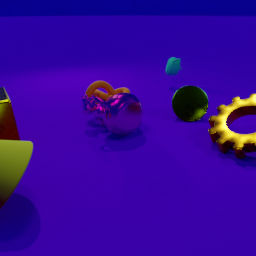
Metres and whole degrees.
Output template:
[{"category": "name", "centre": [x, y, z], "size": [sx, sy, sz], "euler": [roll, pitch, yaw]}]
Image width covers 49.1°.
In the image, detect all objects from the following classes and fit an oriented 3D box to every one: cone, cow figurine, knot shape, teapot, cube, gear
[{"category": "cone", "centre": [-2.563, 0.497, 4.512], "size": [1.427, 1.421, 1.421], "euler": [35, 9, -28]}, {"category": "cow figurine", "centre": [-0.812, -0.591, 8.175], "size": [1.095, 1.077, 0.601], "euler": [-35, 13, -35]}, {"category": "knot shape", "centre": [-0.767, -1.025, 8.896], "size": [1.444, 0.667, 1.351], "euler": [-13, -16, 43]}, {"category": "teapot", "centre": [1.963, -2.577, 11.963], "size": [0.612, 1.250, 0.777], "euler": [13, 67, -3]}, {"category": "cube", "centre": [-3.490, -0.139, 6.875], "size": [1.291, 1.291, 1.291], "euler": [-15, 28, -24]}, {"category": "teapot", "centre": [-0.174, -0.395, 7.666], "size": [1.894, 1.178, 0.927], "euler": [28, 0, -42]}, {"category": "gear", "centre": [2.971, -0.095, 6.939], "size": [1.877, 0.347, 1.877], "euler": [-19, 39, 16]}, {"category": "cone", "centre": [1.933, -0.732, 9.219], "size": [1.139, 1.139, 1.143], "euler": [0, -3, 1]}]
